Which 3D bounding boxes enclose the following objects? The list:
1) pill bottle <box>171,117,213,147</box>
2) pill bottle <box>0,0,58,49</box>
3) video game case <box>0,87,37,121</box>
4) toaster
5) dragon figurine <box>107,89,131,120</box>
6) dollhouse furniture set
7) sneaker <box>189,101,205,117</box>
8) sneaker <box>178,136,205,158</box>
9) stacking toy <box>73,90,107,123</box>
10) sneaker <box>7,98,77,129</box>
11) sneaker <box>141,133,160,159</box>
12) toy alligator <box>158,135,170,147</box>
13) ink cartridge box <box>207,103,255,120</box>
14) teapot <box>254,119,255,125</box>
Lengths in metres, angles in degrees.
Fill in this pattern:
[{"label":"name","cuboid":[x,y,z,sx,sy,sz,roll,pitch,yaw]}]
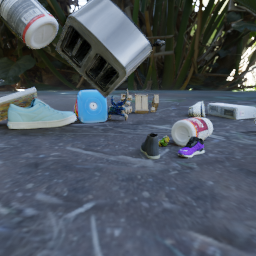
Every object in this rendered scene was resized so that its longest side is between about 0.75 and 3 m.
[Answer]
[{"label":"pill bottle","cuboid":[1.992,0.075,8.515,0.774,0.774,1.413,8,13,39]},{"label":"pill bottle","cuboid":[-3.266,-3.571,8.745,2.066,1.197,1.197,47,23,10]},{"label":"video game case","cuboid":[-4.787,-0.871,11.518,2.140,0.245,1.948,-23,-9,-21]},{"label":"toaster","cuboid":[-0.768,-2.650,9.317,1.670,2.545,2.815,-51,9,-31]},{"label":"dragon figurine","cuboid":[-0.536,-0.989,12.796,1.194,0.707,2.402,15,-23,5]},{"label":"dollhouse furniture set","cuboid":[0.650,-1.265,16.251,2.158,1.118,0.955,2,-27,-4]},{"label":"sneaker","cuboid":[3.679,-1.008,15.064,0.816,0.774,2.027,-7,6,14]},{"label":"sneaker","cuboid":[1.616,0.453,7.183,0.983,0.489,0.342,-9,13,-44]},{"label":"stacking toy","cuboid":[-2.077,-0.916,13.435,1.399,1.480,2.549,-4,-1,-26]},{"label":"sneaker","cuboid":[-3.435,-0.642,11.501,2.856,1.170,1.056,-8,14,-37]},{"label":"sneaker","cuboid":[0.597,0.382,7.285,0.417,0.592,1.115,-2,10,-11]},{"label":"toy alligator","cuboid":[1.105,0.397,8.307,0.296,0.214,0.892,-31,-1,21]},{"label":"ink cartridge box","cuboid":[6.078,-0.963,14.904,2.832,0.808,2.302,-8,12,-20]},{"label":"teapot","cuboid":[5.201,-0.156,9.786,1.117,0.827,1.132,-25,44,7]}]
